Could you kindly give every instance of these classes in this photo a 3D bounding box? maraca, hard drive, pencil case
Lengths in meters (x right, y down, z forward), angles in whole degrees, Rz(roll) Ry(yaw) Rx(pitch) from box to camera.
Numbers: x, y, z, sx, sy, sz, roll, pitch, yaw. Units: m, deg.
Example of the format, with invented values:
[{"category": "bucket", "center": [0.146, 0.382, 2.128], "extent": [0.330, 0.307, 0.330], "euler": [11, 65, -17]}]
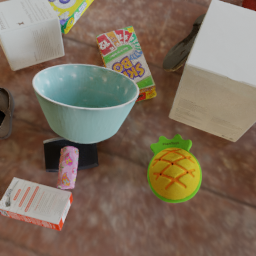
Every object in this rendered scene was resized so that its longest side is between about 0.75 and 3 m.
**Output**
[{"category": "maraca", "center": [1.177, 1.000, 7.316], "extent": [1.370, 1.069, 1.997], "euler": [-5, 52, 7]}, {"category": "hard drive", "center": [-1.581, 0.696, 7.691], "extent": [1.460, 0.309, 0.985], "euler": [-6, 84, -3]}, {"category": "pencil case", "center": [-1.540, 1.003, 7.149], "extent": [0.473, 0.473, 1.082], "euler": [1, 69, 0]}]

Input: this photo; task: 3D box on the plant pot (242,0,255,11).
[{"category": "plant pot", "center": [5.056, -4.585, 9.211], "extent": [1.834, 2.081, 2.079], "euler": [38, 72, 26]}]

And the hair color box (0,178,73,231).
[{"category": "hair color box", "center": [-2.310, 1.912, 7.078], "extent": [1.590, 0.508, 0.882], "euler": [14, 51, 5]}]

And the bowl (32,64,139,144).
[{"category": "bowl", "center": [-1.120, -0.566, 7.362], "extent": [2.632, 1.377, 2.632], "euler": [8, 32, -5]}]

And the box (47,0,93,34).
[{"category": "box", "center": [-2.122, -4.414, 9.847], "extent": [1.260, 0.520, 2.148], "euler": [27, 68, 10]}]

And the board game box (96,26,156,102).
[{"category": "board game box", "center": [-0.079, -2.005, 8.904], "extent": [1.271, 0.399, 2.661], "euler": [-17, 71, -3]}]

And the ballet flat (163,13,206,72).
[{"category": "ballet flat", "center": [2.025, -2.686, 9.077], "extent": [0.862, 0.593, 2.558], "euler": [20, 67, 45]}]

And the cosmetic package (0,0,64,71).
[{"category": "cosmetic package", "center": [-3.043, -2.907, 8.497], "extent": [1.708, 1.421, 1.430], "euler": [-23, 61, -19]}]

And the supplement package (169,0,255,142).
[{"category": "supplement package", "center": [2.527, -1.320, 7.320], "extent": [2.078, 2.738, 2.063], "euler": [21, 69, 9]}]

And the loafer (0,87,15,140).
[{"category": "loafer", "center": [-3.688, -0.524, 8.157], "extent": [0.611, 0.594, 1.674], "euler": [-12, 68, -5]}]
